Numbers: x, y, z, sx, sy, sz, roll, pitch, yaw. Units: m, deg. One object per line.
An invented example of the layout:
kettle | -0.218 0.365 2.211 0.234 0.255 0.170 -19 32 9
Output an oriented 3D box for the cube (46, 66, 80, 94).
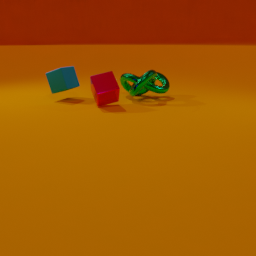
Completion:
cube | -2.387 -1.765 10.281 0.778 0.778 0.778 -11 10 29

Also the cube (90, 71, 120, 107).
cube | -0.766 -1.285 9.258 0.766 0.766 0.766 -17 65 -13

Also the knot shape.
knot shape | 0.730 -1.695 10.573 1.784 0.881 1.906 -7 8 -20
